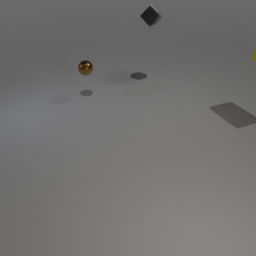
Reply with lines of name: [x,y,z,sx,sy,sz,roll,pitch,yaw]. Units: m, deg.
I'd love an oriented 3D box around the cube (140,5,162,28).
cube: [1.082,-5.150,12.952,0.700,0.700,0.700,47,21,-4]

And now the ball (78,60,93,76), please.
ball: [-1.953,-2.763,12.908,0.700,0.700,0.700,0,33,0]

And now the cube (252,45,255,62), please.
cube: [5.214,-2.744,9.116,1.400,1.400,1.400,-16,38,-18]
